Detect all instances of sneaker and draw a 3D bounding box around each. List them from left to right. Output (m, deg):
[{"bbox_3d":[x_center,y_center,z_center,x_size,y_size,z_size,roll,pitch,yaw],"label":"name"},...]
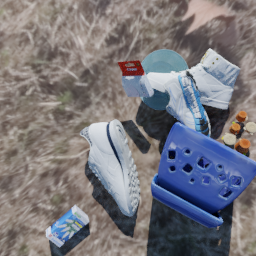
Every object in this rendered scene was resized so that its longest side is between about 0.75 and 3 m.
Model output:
[{"bbox_3d":[-0.446,1.222,8.166,1.173,1.113,2.914,-13,99,13],"label":"sneaker"},{"bbox_3d":[1.582,-0.408,7.687,0.943,0.816,2.177,-16,97,32],"label":"sneaker"},{"bbox_3d":[1.880,-1.608,8.175,2.681,0.988,1.549,12,109,-8],"label":"sneaker"}]

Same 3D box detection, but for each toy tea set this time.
[{"bbox_3d":[3.372,0.162,8.408,0.818,0.509,1.376,28,68,16],"label":"toy tea set"}]

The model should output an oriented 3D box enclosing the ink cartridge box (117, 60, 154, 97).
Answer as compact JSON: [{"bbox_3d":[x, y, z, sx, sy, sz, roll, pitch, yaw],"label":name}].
[{"bbox_3d":[0.153,-1.327,7.729,0.301,0.858,1.055,-55,131,-27],"label":"ink cartridge box"}]

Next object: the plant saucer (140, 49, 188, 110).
[{"bbox_3d":[1.028,-1.471,8.578,1.820,0.350,1.820,-5,106,-20],"label":"plant saucer"}]

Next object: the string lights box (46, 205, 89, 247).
[{"bbox_3d":[-1.781,2.888,8.254,1.146,0.338,0.589,-41,114,-2],"label":"string lights box"}]

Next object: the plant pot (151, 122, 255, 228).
[{"bbox_3d":[1.837,1.238,7.611,2.245,2.245,2.019,26,93,9],"label":"plant pot"}]
